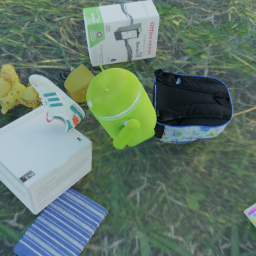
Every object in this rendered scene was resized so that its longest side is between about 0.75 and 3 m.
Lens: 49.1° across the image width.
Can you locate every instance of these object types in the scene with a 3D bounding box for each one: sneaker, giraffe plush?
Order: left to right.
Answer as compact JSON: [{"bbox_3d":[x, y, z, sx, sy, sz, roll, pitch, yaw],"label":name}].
[{"bbox_3d":[-4.031,-1.352,10.683,1.572,1.673,1.939,3,63,-7],"label":"giraffe plush"},{"bbox_3d":[-2.292,-0.723,8.385,2.045,0.720,0.956,40,74,-6],"label":"sneaker"}]

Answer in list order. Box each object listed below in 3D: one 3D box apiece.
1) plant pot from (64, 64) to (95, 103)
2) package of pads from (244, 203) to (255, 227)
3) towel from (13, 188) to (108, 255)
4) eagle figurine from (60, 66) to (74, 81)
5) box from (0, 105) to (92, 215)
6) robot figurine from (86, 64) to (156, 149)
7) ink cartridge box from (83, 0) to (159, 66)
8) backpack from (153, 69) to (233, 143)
[{"bbox_3d":[-1.871,-1.647,11.117,1.091,1.067,1.060,-36,62,-15],"label":"plant pot"},{"bbox_3d":[4.015,2.694,8.491,0.594,0.262,0.768,-25,59,-15],"label":"package of pads"},{"bbox_3d":[-1.945,3.045,8.289,1.752,0.289,2.419,25,57,19],"label":"towel"},{"bbox_3d":[-2.375,-2.343,11.953,0.903,0.681,0.685,4,4,39],"label":"eagle figurine"},{"bbox_3d":[-2.746,0.888,8.715,2.358,1.541,2.345,35,51,23],"label":"box"},{"bbox_3d":[-0.145,-0.578,8.003,1.558,2.693,2.362,-25,50,8],"label":"robot figurine"},{"bbox_3d":[-0.275,-4.053,12.089,2.970,2.161,1.248,-11,55,-7],"label":"ink cartridge box"},{"bbox_3d":[2.142,-0.652,9.808,2.584,1.899,2.365,2,62,2],"label":"backpack"}]
